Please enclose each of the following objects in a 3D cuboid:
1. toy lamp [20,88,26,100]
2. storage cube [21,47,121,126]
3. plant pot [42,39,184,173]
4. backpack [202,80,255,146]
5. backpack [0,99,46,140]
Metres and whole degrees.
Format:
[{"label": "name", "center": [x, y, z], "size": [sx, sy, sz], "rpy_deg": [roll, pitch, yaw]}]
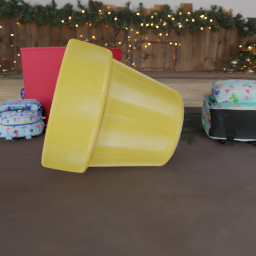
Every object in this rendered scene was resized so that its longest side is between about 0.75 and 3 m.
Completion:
[{"label": "toy lamp", "center": [-4.241, -1.707, 14.291], "size": [2.428, 0.707, 0.707], "rpy_deg": [3, 14, 16]}, {"label": "storage cube", "center": [-1.838, -1.447, 9.505], "size": [2.759, 2.480, 2.358], "rpy_deg": [9, 17, 35]}, {"label": "plant pot", "center": [-0.269, -0.217, 5.454], "size": [2.272, 2.415, 2.415], "rpy_deg": [14, 12, -12]}, {"label": "backpack", "center": [3.007, -0.493, 7.710], "size": [1.947, 1.651, 2.194], "rpy_deg": [1, 9, 7]}, {"label": "backpack", "center": [-2.967, -0.219, 7.756], "size": [1.304, 0.961, 1.428], "rpy_deg": [-2, 15, -10]}]
